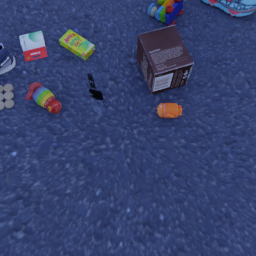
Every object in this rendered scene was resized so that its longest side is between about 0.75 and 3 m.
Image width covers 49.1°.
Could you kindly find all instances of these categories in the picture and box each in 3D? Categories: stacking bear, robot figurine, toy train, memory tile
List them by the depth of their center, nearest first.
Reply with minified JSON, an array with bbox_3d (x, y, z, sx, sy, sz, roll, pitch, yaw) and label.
[{"bbox_3d":[1.643,-0.709,11.314,1.039,0.606,0.747,0,72,0],"label":"robot figurine"},{"bbox_3d":[-3.328,-1.142,11.414,1.392,0.845,0.792,39,34,8],"label":"stacking bear"},{"bbox_3d":[-5.582,-1.236,11.770,1.554,0.130,1.191,-12,69,-4],"label":"memory tile"},{"bbox_3d":[2.004,-5.944,13.229,1.295,0.947,2.238,27,71,24],"label":"toy train"}]

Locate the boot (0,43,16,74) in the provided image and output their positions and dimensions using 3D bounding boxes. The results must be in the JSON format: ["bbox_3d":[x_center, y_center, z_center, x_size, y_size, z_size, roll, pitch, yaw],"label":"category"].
[{"bbox_3d":[-6.135,-2.540,11.678,2.701,1.220,0.983,-38,74,-13],"label":"boot"}]

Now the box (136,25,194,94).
[{"bbox_3d":[1.439,-2.770,11.538,1.636,1.653,1.993,-17,70,-6],"label":"box"}]

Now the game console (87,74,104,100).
[{"bbox_3d":[-1.079,-1.298,8.916,0.538,0.912,0.110,21,49,37],"label":"game console"}]

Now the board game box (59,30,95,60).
[{"bbox_3d":[-2.282,-3.742,12.605,1.476,0.351,0.750,35,73,12],"label":"board game box"}]

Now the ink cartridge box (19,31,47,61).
[{"bbox_3d":[-4.269,-3.701,12.628,1.026,0.319,1.275,-15,68,-5],"label":"ink cartridge box"}]

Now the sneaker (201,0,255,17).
[{"bbox_3d":[4.720,-6.218,12.983,2.951,1.409,1.170,23,71,9],"label":"sneaker"}]
